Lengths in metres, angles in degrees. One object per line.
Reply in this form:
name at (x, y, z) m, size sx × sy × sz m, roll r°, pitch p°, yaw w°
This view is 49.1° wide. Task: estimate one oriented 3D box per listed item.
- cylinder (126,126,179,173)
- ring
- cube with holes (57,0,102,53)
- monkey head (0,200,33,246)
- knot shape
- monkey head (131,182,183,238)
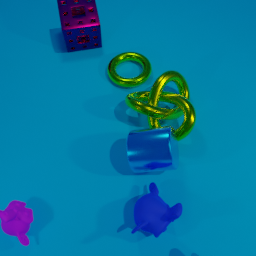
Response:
cylinder at (0.593, 0.500, 6.517) m, size 1.012 × 1.012 × 1.012 m, roll -7°, pitch 58°, yaw 19°
ring at (0.046, -1.781, 8.443) m, size 1.351 × 0.270 × 1.351 m, roll -1°, pitch 58°, yaw 2°
cube with holes at (-1.473, -3.216, 8.695) m, size 1.118 × 1.118 × 1.118 m, roll -11°, pitch 73°, yaw -6°
monkey head at (-2.444, 1.955, 5.886) m, size 1.118 × 0.805 × 0.674 m, roll 36°, pitch 100°, yaw 20°
knot shape at (0.811, -0.624, 7.362) m, size 1.813 × 0.895 × 1.938 m, roll 8°, pitch 63°, yaw -2°
monkey head at (0.602, 1.750, 5.947) m, size 0.825 × 0.985 × 1.369 m, roll 37°, pitch 42°, yaw -6°
